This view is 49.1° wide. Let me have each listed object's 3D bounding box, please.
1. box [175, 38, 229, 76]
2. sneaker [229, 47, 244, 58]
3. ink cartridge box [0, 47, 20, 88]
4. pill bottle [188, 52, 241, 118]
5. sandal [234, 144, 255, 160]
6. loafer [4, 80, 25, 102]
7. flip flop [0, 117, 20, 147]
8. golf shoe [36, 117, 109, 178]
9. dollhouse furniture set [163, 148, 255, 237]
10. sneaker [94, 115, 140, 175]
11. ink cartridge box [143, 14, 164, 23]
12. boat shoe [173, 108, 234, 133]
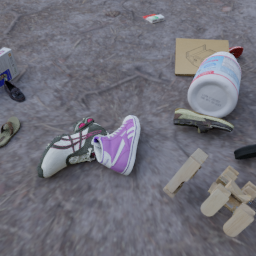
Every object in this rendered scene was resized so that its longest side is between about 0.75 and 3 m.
[{"bbox_3d":[2.825,-2.684,10.687,2.031,0.216,1.660,4,66,4],"label":"box"},{"bbox_3d":[3.893,-3.146,11.338,1.421,0.557,0.821,-16,48,-17],"label":"sneaker"},{"bbox_3d":[-4.703,-1.764,9.564,0.413,1.056,2.229,17,47,17],"label":"ink cartridge box"},{"bbox_3d":[2.844,-1.502,8.957,1.406,1.406,2.585,16,38,15],"label":"pill bottle"},{"bbox_3d":[4.070,0.669,7.388,2.471,0.929,0.591,-10,70,0],"label":"sandal"},{"bbox_3d":[-3.927,-1.272,9.570,1.107,0.349,0.398,35,54,30],"label":"loafer"},{"bbox_3d":[-3.567,0.062,8.233,0.468,0.332,1.155,10,46,10],"label":"flip flop"},{"bbox_3d":[-1.393,0.574,7.386,0.985,0.863,2.237,31,53,19],"label":"golf shoe"},{"bbox_3d":[1.817,1.451,6.176,1.678,1.092,1.542,41,27,15],"label":"dollhouse furniture set"},{"bbox_3d":[-0.314,0.224,7.524,1.116,0.709,1.957,24,42,-14],"label":"sneaker"},{"bbox_3d":[1.267,-5.560,14.010,0.738,0.230,0.918,-20,50,-20],"label":"ink cartridge box"},{"bbox_3d":[2.143,-0.105,8.091,1.710,0.626,0.554,17,86,17],"label":"boat shoe"}]
